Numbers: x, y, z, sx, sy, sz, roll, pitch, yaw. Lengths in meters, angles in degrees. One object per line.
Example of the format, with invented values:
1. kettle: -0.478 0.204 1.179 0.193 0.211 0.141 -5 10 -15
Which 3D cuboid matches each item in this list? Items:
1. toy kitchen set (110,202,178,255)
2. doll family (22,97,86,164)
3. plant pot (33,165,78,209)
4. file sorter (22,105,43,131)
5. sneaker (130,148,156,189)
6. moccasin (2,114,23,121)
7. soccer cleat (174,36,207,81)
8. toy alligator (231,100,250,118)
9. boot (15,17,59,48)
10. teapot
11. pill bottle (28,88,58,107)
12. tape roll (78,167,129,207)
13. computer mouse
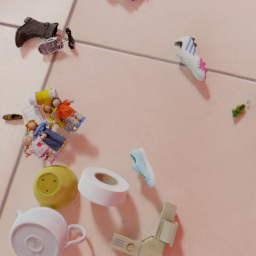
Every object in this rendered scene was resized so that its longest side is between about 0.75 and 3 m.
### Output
1. toy kitchen set: 0.619 3.510 9.977 1.936 1.751 2.146 19 75 5
2. doll family: -3.076 0.014 11.177 1.747 1.268 2.814 36 82 -7
3. plant pot: -2.863 2.188 10.614 1.751 1.243 1.751 0 75 0
4. file sorter: -3.968 -0.427 11.712 0.606 0.544 0.873 -26 77 -7
5. sneaker: 0.515 1.586 10.644 0.681 0.614 1.662 -16 62 -12
6. moccasin: -4.904 -0.466 11.836 0.820 0.316 0.300 3 74 1
7. soccer cleat: 2.678 -2.990 12.305 0.996 0.806 2.306 -12 67 -8
8. toy alligator: 4.772 -0.811 11.973 1.147 0.276 0.380 -35 104 -17
9. boot: -4.119 -4.270 12.741 1.577 0.627 1.812 18 73 6
10. teapot: -2.966 3.684 10.091 2.135 1.580 2.163 -33 98 17
11. pill bottle: -3.590 -1.284 11.902 1.149 0.627 0.627 -14 75 -4
12. tape roll: -0.892 2.130 10.312 1.806 1.806 0.632 23 100 6
13. computer mouse: -3.253 -3.816 12.605 1.707 0.936 0.374 -18 40 2
